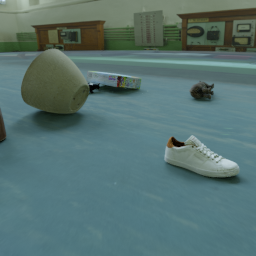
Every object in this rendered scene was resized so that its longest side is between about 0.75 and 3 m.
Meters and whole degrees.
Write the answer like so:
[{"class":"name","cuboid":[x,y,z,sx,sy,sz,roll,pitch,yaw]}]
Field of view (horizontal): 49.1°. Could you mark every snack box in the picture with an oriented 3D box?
[{"class":"snack box","cuboid":[-0.778,-2.596,15.091,1.764,0.657,2.481,-5,17,-45]}]

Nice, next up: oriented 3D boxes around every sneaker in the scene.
[{"class":"sneaker","cuboid":[1.592,0.582,6.155,1.675,0.709,0.610,12,21,28]}]

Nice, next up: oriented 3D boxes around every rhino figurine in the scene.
[{"class":"rhino figurine","cuboid":[3.561,-1.865,13.336,1.007,0.688,2.302,8,19,22]}]

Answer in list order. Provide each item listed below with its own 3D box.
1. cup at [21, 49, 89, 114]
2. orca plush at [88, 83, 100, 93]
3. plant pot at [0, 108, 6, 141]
[{"class":"cup","cuboid":[-2.431,-1.462,10.270,1.674,2.341,2.341,30,28,14]},{"class":"orca plush","cuboid":[-1.886,-1.898,14.103,0.712,0.481,1.353,-41,-17,31]},{"class":"plant pot","cuboid":[-4.205,-0.567,7.626,1.612,1.725,1.612,4,12,-1]}]
